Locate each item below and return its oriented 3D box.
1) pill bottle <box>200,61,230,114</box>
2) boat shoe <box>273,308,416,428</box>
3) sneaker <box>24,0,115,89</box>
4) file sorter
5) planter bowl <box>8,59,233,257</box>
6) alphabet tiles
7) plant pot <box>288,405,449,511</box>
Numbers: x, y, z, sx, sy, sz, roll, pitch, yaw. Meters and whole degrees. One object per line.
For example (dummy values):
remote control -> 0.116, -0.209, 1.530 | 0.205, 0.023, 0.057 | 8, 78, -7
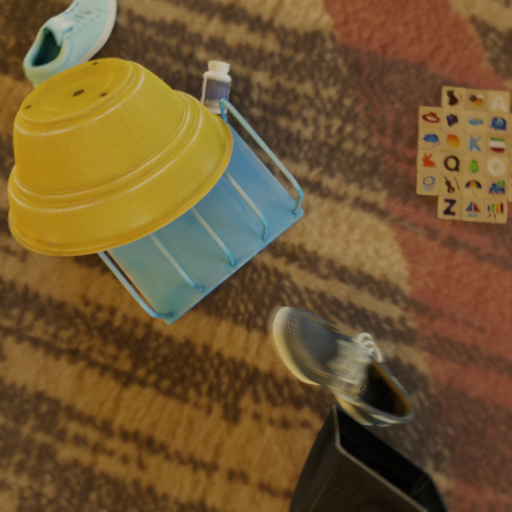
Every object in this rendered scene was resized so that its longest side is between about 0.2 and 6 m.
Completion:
pill bottle -> -0.681, -2.829, 9.446 | 0.454, 0.454, 0.817 | 9, 101, 1
boat shoe -> 1.329, 1.658, 8.116 | 2.764, 0.855, 1.035 | 48, 54, -25
sneaker -> -3.122, -3.754, 9.439 | 0.798, 0.884, 2.158 | 28, 84, 2
file sorter -> -0.956, -0.638, 8.629 | 2.936, 1.801, 2.037 | -40, 85, -5
planter bowl -> -2.215, -1.749, 7.922 | 3.544, 1.476, 3.544 | -11, 42, 10
alphabet tiles -> 3.742, -1.743, 9.619 | 1.933, 0.074, 2.323 | 4, 84, 1
plant pot -> 1.470, 3.686, 8.183 | 1.945, 1.940, 1.725 | 35, 96, 4
